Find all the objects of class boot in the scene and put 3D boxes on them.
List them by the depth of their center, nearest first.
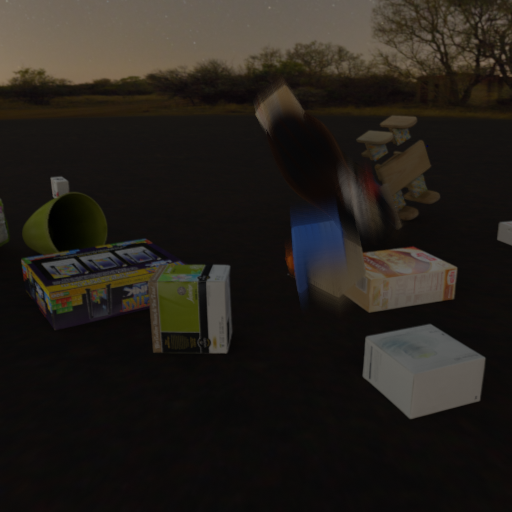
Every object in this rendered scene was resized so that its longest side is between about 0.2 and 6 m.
[{"bbox_3d":[1.496,-1.427,10.778,3.337,1.247,1.617,54,16,20],"label":"boot"}]

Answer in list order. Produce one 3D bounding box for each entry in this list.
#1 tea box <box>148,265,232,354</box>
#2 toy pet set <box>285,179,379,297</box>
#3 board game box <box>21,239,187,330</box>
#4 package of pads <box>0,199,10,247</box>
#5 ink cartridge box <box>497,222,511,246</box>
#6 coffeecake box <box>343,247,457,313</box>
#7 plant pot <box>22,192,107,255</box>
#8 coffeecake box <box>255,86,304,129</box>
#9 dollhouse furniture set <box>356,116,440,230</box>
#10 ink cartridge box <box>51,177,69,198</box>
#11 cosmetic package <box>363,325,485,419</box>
[{"bbox_3d":[-0.781,0.635,6.805,0.921,0.936,0.625,1,18,2],"label":"tea box"},{"bbox_3d":[0.750,-0.219,7.316,0.899,1.693,1.581,28,37,-21],"label":"toy pet set"},{"bbox_3d":[-2.235,0.342,8.342,2.026,0.574,1.674,-11,23,-31],"label":"board game box"},{"bbox_3d":[-5.849,-0.274,9.638,2.161,0.954,2.797,0,19,5],"label":"package of pads"},{"bbox_3d":[5.364,-0.438,11.041,0.934,0.395,0.675,-4,18,-18],"label":"ink cartridge box"},{"bbox_3d":[2.061,0.323,8.447,1.453,0.531,1.115,-6,19,-19],"label":"coffeecake box"},{"bbox_3d":[-3.601,-0.445,10.103,1.313,1.228,1.228,-6,11,37],"label":"plant pot"},{"bbox_3d":[0.717,-2.949,12.769,0.685,1.440,1.876,-37,8,2],"label":"coffeecake box"},{"bbox_3d":[3.058,-1.627,12.270,2.339,2.050,1.554,-36,29,-17],"label":"dollhouse furniture set"},{"bbox_3d":[-5.235,-1.781,14.970,0.316,0.551,0.759,-10,20,-29],"label":"ink cartridge box"},{"bbox_3d":[1.719,1.167,5.827,0.865,0.534,0.868,-7,21,-21],"label":"cosmetic package"}]
